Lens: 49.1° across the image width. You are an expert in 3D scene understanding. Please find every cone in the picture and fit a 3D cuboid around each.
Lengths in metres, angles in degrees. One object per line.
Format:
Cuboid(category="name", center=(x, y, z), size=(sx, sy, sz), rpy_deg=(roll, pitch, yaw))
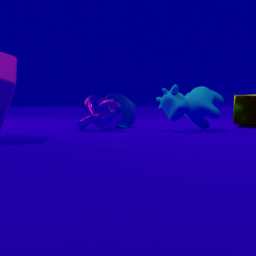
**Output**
Cuboid(category="cone", center=(-0.569, -0.318, 8.816), size=(1.173, 1.173, 1.177), rpy_deg=(-4, -20, -41))

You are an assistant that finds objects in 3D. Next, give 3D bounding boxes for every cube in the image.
Cuboid(category="cube", center=(3.780, -0.517, 8.582), size=(0.877, 0.877, 0.877), rpy_deg=(3, -2, 34))
Cuboid(category="cube", center=(-3.025, -0.825, 5.553), size=(1.259, 1.259, 1.259), rpy_deg=(14, 29, -29))

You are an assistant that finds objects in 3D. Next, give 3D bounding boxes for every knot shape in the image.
Cuboid(category="knot shape", center=(-0.775, -0.456, 7.595), size=(1.308, 0.604, 1.224), rpy_deg=(-14, 42, 10))

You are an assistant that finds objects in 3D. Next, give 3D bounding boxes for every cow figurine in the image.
Cuboid(category="cow figurine", center=(1.643, -0.682, 7.423), size=(1.592, 0.888, 1.618), rpy_deg=(34, 45, 2))
